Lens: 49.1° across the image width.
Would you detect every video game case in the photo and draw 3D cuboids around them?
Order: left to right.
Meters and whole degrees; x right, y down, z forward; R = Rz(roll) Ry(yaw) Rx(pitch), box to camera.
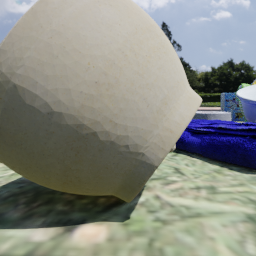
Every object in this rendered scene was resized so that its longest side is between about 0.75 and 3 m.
[{"bbox_3d":[5.104,-0.983,13.168,1.464,1.327,0.333,4,7,39],"label":"video game case"}]

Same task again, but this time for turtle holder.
[{"bbox_3d":[5.290,-1.060,10.615,2.760,1.960,2.097,1,6,6],"label":"turtle holder"}]

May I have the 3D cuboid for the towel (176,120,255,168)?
[{"bbox_3d":[2.010,0.137,4.945,1.903,0.639,2.578,-3,6,-23],"label":"towel"}]

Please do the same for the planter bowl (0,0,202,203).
[{"bbox_3d":[-0.165,-0.141,2.619,1.301,1.933,1.933,35,11,7],"label":"planter bowl"}]

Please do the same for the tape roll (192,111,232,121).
[{"bbox_3d":[2.984,-0.326,10.400,1.646,0.544,1.646,0,6,0],"label":"tape roll"}]

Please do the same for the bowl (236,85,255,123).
[{"bbox_3d":[3.577,-0.287,5.888,2.458,1.105,2.458,-6,16,2],"label":"bowl"}]
